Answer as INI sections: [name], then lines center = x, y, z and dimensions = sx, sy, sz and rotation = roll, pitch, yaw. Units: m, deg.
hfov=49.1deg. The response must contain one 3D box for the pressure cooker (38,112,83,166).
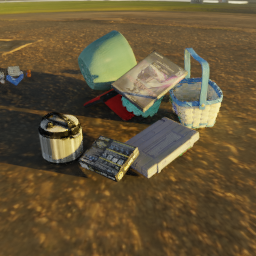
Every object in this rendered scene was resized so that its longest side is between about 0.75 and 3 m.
[pressure cooker]
center = -2.224, 0.261, 9.336
dimensions = 1.420, 1.615, 1.443
rotation = -4, 29, -6

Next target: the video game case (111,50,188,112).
[video game case]
center = 0.875, -1.986, 11.451
dimensions = 2.613, 0.248, 1.867
rotation = -40, 63, -19

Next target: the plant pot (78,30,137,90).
[plant pot]
center = -1.212, -3.300, 14.683
dimensions = 2.301, 2.868, 2.868
rotation = -28, 37, -17

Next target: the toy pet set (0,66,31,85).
[toy pet set]
center = -6.354, -2.826, 16.004
dimensions = 1.748, 0.928, 1.632
rotation = -12, -3, -26

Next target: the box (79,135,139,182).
[box]
center = -0.622, 0.933, 8.992
dimensions = 1.555, 0.382, 1.253
rotation = 16, 53, 31

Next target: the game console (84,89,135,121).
[game console]
center = -0.456, -1.157, 13.295
dimensions = 2.106, 1.450, 2.444
rotation = -17, 13, 41

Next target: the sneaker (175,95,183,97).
[sneaker]
center = 2.957, -1.542, 13.616
dimensions = 1.650, 0.620, 0.948
rotation = 13, 32, 32

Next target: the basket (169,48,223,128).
[basket]
center = 2.681, -1.547, 11.276
dimensions = 1.990, 2.860, 2.522
rotation = -2, 29, -2

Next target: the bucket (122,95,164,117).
[bucket]
center = 0.712, -1.518, 12.369
dimensions = 1.875, 1.220, 1.875
rotation = 14, 40, -12

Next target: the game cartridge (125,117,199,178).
[game cartridge]
center = 1.036, 0.595, 9.724
dimensions = 2.630, 0.505, 1.705
rotation = -31, 46, -31
